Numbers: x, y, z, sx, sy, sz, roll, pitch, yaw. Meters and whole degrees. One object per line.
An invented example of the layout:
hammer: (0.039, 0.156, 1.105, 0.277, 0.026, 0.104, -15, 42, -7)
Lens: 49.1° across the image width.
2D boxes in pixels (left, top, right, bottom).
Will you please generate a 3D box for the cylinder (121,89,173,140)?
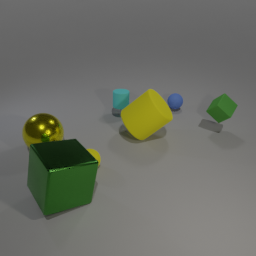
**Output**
cylinder: (0.693, -0.488, 10.364, 1.400, 1.400, 1.400, -37, 22, 23)

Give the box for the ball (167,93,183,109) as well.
ball: (2.115, -1.202, 12.552, 0.700, 0.700, 0.700, 0, 32, 0)

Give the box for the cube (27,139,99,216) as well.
cube: (-1.833, 1.275, 7.719, 1.400, 1.400, 1.400, -6, 29, -37)

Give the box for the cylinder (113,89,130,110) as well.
cylinder: (-0.294, -1.228, 11.856, 0.700, 0.700, 0.700, 1, 25, -1)

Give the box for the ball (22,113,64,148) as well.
ball: (-2.954, 0.172, 9.785, 1.400, 1.400, 1.400, 0, 32, 0)

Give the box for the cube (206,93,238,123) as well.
cube: (3.544, -0.740, 10.586, 0.700, 0.700, 0.700, 41, 62, -6)

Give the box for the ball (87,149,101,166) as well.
ball: (-1.235, 1.020, 9.061, 0.700, 0.700, 0.700, 0, 32, 0)
